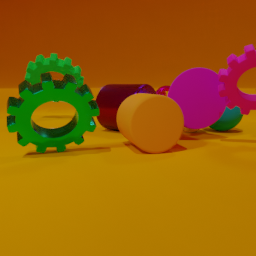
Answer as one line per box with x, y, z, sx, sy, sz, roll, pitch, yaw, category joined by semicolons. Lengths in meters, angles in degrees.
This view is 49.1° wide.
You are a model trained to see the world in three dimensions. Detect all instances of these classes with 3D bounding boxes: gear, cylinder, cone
-2.566;-1.708;9.850;1.955;1.955;0.362;0;52;-2;gear
2.441;-0.886;5.320;1.384;1.384;0.256;2;38;13;gear
-0.016;-0.525;7.256;1.219;1.219;1.219;6;11;36;cylinder
-1.234;-0.207;4.690;1.466;1.466;0.271;-3;40;-21;gear
0.388;-0.132;5.368;1.036;1.036;1.036;-2;9;-15;cylinder
1.423;-0.744;6.532;1.302;1.302;1.306;-1;12;-4;cone

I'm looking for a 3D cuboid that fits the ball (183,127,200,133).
1.579;-0.249;7.097;0.738;0.738;0.738;0;9;0;ball

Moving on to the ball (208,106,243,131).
2.457;-0.456;7.334;1.071;1.071;1.071;0;9;0;ball

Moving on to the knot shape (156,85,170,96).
1.304;-1.063;10.669;0.684;1.386;1.481;40;-16;-10;knot shape
